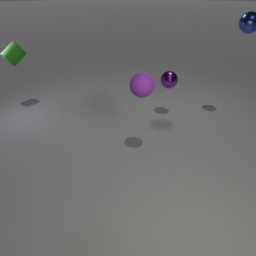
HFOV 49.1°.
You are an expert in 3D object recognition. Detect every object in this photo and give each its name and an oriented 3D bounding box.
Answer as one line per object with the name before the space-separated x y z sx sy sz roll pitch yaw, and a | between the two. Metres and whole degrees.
ball | 1.661 -1.940 11.284 0.700 0.700 0.700 0 28 0
cylinder | -4.601 -2.974 11.268 0.700 0.700 0.700 28 75 41
ball | 4.099 -3.545 9.421 0.700 0.700 0.700 0 28 0
ball | 0.395 -1.208 7.912 0.700 0.700 0.700 0 28 0
